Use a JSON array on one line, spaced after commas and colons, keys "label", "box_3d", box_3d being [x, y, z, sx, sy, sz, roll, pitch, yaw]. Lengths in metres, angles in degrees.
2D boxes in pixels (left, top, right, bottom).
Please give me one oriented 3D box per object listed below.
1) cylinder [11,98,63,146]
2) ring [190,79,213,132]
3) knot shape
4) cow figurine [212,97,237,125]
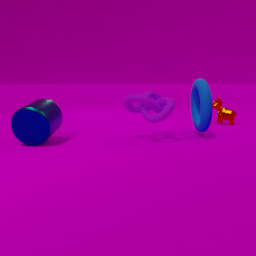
[{"label": "cylinder", "box_3d": [-2.146, -0.160, 6.688, 0.926, 0.926, 0.926, 1, 19, 6]}, {"label": "ring", "box_3d": [1.954, -0.603, 7.537, 0.287, 1.436, 1.436, -4, 10, 1]}, {"label": "knot shape", "box_3d": [0.640, -0.575, 7.089, 1.304, 0.602, 1.220, 17, 20, 27]}, {"label": "cow figurine", "box_3d": [3.296, -0.603, 9.615, 0.896, 0.881, 0.492, 11, 8, 31]}]
